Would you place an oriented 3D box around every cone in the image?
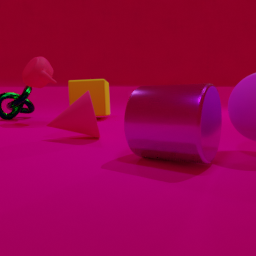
[{"bbox_3d":[-1.468,-0.208,7.180,1.252,1.247,1.247,-14,11,-7],"label":"cone"}]

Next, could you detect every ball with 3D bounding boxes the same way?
[{"bbox_3d":[2.664,-0.404,5.424,1.379,1.379,1.379,0,9,0],"label":"ball"}]

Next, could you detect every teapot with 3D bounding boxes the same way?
[{"bbox_3d":[-3.027,-1.847,9.684,0.881,1.119,1.799,35,-6,-41],"label":"teapot"}]

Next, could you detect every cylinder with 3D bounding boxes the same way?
[{"bbox_3d":[0.849,-0.098,5.100,1.372,1.372,1.372,3,9,32],"label":"cylinder"}]

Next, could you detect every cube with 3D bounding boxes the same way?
[{"bbox_3d":[-1.488,-1.148,11.076,1.377,1.377,1.377,-2,4,3],"label":"cube"}]

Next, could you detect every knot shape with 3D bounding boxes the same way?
[{"bbox_3d":[-4.426,-0.936,10.927,1.543,0.762,1.648,-27,-20,-40],"label":"knot shape"}]
